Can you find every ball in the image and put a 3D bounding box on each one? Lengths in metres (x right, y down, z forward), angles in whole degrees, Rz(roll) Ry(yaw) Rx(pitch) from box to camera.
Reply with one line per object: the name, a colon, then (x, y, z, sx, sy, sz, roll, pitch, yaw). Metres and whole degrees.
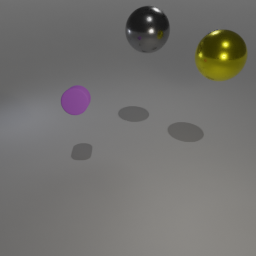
ball: (2.571, -2.004, 7.795, 1.400, 1.400, 1.400, 0, 29, 0)
ball: (0.610, -3.058, 8.760, 1.400, 1.400, 1.400, 0, 29, 0)

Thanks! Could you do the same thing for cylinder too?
cylinder: (-1.370, -0.748, 7.440, 0.700, 0.700, 0.700, -1, 15, -2)
